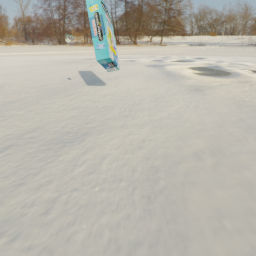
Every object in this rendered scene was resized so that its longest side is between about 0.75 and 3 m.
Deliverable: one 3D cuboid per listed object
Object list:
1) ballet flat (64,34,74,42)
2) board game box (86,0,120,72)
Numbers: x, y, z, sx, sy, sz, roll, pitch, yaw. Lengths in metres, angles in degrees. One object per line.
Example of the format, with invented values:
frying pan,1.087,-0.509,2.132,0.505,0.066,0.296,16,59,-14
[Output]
ballet flat,-2.225,-3.359,10.564,0.292,0.292,0.812,-7,23,-21
board game box,-0.964,-3.730,11.262,0.593,2.527,1.908,-10,-3,9
